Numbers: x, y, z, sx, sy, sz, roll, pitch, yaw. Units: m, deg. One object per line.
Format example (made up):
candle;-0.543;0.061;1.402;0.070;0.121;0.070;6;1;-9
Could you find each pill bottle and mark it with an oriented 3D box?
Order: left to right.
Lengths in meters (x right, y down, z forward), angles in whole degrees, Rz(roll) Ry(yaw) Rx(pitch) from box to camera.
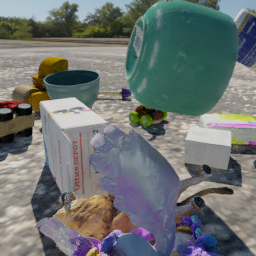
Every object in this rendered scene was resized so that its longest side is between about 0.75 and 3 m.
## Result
pill bottle;4.357;-2.511;8.910;2.621;1.455;1.455;31;26;5

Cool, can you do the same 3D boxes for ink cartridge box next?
ink cartridge box;-1.164;0.468;6.221;0.980;1.663;2.888;-10;22;-24

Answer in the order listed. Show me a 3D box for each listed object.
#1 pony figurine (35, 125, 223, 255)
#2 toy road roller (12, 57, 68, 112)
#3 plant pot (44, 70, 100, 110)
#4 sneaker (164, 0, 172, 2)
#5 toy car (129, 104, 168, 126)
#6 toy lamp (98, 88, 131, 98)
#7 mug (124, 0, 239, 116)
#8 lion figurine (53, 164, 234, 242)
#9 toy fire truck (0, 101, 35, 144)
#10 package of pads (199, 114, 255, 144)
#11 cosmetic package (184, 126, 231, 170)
pony figurine;0.099;1.578;3.316;2.577;2.223;2.669;34;20;0
toy road roller;-3.595;-2.015;12.367;2.852;2.082;1.752;-19;27;-42
plant pot;-2.166;-1.358;11.335;2.187;1.465;2.187;-2;27;1
sneaker;0.374;-2.264;4.018;0.710;1.233;0.465;11;-33;-41
toy car;0.770;-0.957;10.393;1.157;1.466;1.204;17;26;38
toy lamp;-0.775;-1.739;13.913;1.857;0.541;0.541;0;20;2
mug;0.831;-1.418;6.095;1.684;2.237;2.723;9;-14;-15
lion figurine;0.230;1.386;4.637;2.800;1.715;1.015;9;46;-23
toy fire truck;-4.382;-0.233;9.083;2.143;1.378;1.886;25;30;29
package of pads;3.269;0.004;9.018;1.798;0.613;1.389;2;20;6
cosmetic package;2.159;0.501;7.548;1.126;0.692;1.122;7;21;19
